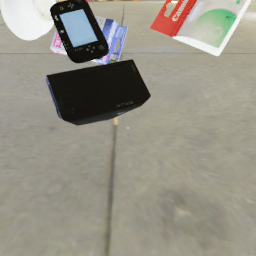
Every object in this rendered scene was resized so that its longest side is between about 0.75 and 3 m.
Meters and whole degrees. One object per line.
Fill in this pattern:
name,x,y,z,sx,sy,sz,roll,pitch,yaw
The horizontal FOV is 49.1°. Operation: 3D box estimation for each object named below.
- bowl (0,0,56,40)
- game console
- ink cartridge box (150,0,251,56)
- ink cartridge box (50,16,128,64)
bowl,-2.240,-2.948,6.790,0.703,1.563,1.563,7,29,26
game console,-0.783,-1.298,4.958,1.566,0.320,2.654,-16,68,-21
ink cartridge box,2.251,-3.743,9.017,2.589,2.083,0.648,29,-4,17
ink cartridge box,-1.318,-3.031,9.392,2.385,1.423,0.500,17,-1,12
